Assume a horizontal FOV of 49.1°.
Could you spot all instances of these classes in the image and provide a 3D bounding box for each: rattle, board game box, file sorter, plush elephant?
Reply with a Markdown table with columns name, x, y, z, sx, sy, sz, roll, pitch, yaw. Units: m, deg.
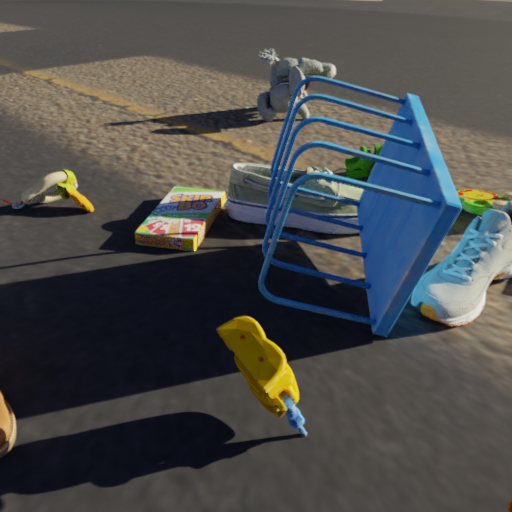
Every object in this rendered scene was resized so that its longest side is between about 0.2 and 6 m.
| name | x | y | z | sx | sy | sz | roll | pitch | yaw |
| --- | --- | --- | --- | --- | --- | --- | --- | --- | --- |
| rattle | -3.564 | -0.856 | 9.598 | 1.247 | 0.891 | 0.812 | -30 | 7 | -18 |
| board game box | -1.172 | -0.692 | 9.268 | 0.952 | 0.299 | 1.992 | 7 | 28 | 10 |
| file sorter | 1.074 | -0.797 | 6.965 | 1.690 | 1.911 | 2.754 | 14 | 38 | -6 |
| plush elephant | 0.882 | -4.134 | 14.065 | 2.012 | 1.558 | 1.657 | 19 | -28 | -35 |

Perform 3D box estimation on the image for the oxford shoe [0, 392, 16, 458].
| name | x | y | z | sx | sy | sz | roll | pitch | yaw |
| --- | --- | --- | --- | --- | --- | --- | --- | --- | --- |
| oxford shoe | -2.913 | 1.263 | 5.499 | 0.702 | 0.701 | 1.968 | -19 | 37 | -32 |

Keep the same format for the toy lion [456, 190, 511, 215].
| name | x | y | z | sx | sy | sz | roll | pitch | yaw |
| --- | --- | --- | --- | --- | --- | --- | --- | --- | --- |
| toy lion | 3.807 | -0.904 | 9.448 | 1.015 | 0.364 | 1.059 | 16 | 27 | 33 |

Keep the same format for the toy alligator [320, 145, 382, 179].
| name | x | y | z | sx | sy | sz | roll | pitch | yaw |
| --- | --- | --- | --- | --- | --- | --- | --- | --- | --- |
| toy alligator | 2.275 | -1.829 | 10.746 | 2.571 | 0.698 | 0.762 | 2 | 30 | 3 |

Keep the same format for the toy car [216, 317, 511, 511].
| name | x | y | z | sx | sy | sz | roll | pitch | yaw |
| --- | --- | --- | --- | --- | --- | --- | --- | --- | --- |
| toy car | 1.838 | 1.316 | 4.628 | 4.149 | 1.381 | 2.035 | 28 | 64 | 34 |

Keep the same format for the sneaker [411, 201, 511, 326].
| name | x | y | z | sx | sy | sz | roll | pitch | yaw |
| --- | --- | --- | --- | --- | --- | --- | --- | --- | --- |
| sneaker | 2.813 | -0.022 | 7.226 | 0.881 | 1.070 | 2.326 | 29 | 46 | 35 |

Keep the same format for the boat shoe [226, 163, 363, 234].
| name | x | y | z | sx | sy | sz | roll | pitch | yaw |
| --- | --- | --- | --- | --- | --- | --- | --- | --- | --- |
| boat shoe | 0.909 | -0.973 | 9.086 | 2.878 | 0.893 | 1.036 | 3 | 31 | 5 |
